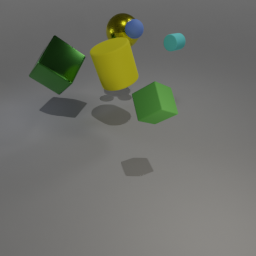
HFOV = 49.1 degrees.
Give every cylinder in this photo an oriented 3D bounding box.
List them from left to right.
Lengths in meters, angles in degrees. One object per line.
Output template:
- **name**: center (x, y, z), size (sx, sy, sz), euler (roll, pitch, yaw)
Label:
- **cylinder**: center (-0.464, -2.255, 9.888), size (1.400, 1.400, 1.400), euler (-13, 34, 9)
- **cylinder**: center (2.006, -3.699, 12.072), size (0.700, 0.700, 0.700), euler (24, 33, 34)

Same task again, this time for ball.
- **ball**: center (-0.208, -3.985, 11.550), size (1.400, 1.400, 1.400), euler (0, 32, 0)
- **ball**: center (0.239, -3.726, 10.540), size (0.700, 0.700, 0.700), euler (0, 32, 0)

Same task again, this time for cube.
- **cube**: center (-2.753, -2.396, 10.891), size (1.400, 1.400, 1.400), euler (-21, 43, 55)
- **cube**: center (0.623, -0.559, 6.495), size (0.700, 0.700, 0.700), euler (-25, -21, 35)
